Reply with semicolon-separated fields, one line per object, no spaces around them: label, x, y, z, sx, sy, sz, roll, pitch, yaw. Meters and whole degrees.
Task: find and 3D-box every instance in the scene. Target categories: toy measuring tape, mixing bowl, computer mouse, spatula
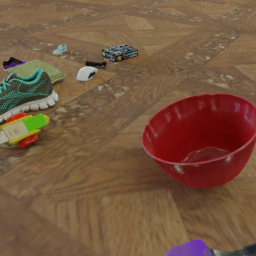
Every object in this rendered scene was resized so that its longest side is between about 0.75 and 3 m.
toy measuring tape;-3.069;0.231;6.996;0.928;0.928;2.521;24;36;30
mixing bowl;1.614;0.400;6.026;2.386;1.292;2.386;-17;32;11
computer mouse;-1.536;-2.355;11.259;0.909;0.363;1.657;10;36;12
spatula;1.883;2.158;4.869;2.563;0.263;0.724;-7;30;-10

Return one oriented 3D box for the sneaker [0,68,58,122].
sneaker;-3.608;-1.066;8.558;2.840;1.295;1.102;-24;37;-31

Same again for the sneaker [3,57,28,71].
sneaker;-4.641;-2.700;11.605;1.070;0.532;0.372;-18;38;-23

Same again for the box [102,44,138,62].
box;-0.366;-3.476;12.909;1.353;0.311;1.076;-24;42;-31

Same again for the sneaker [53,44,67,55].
sneaker;-3.249;-3.748;13.268;0.319;0.354;0.864;16;38;23

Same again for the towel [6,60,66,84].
towel;-3.590;-2.063;10.827;2.133;0.389;1.582;29;45;34
